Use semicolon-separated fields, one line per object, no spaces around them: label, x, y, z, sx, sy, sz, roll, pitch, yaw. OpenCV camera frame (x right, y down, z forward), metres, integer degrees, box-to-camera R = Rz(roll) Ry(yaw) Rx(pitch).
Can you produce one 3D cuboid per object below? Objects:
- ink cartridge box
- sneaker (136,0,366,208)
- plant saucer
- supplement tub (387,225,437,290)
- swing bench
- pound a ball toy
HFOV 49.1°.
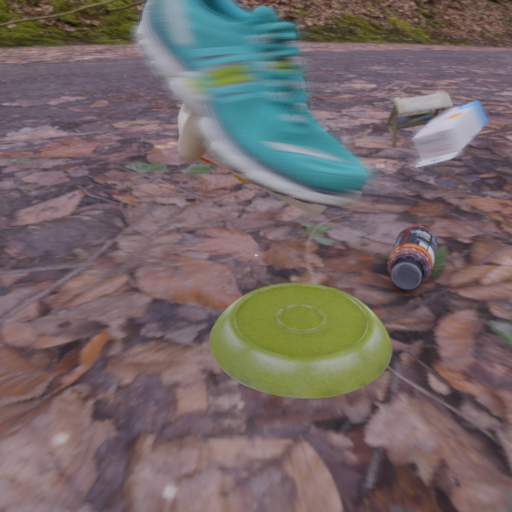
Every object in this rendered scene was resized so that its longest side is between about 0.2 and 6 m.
ink cartridge box;3.594;-2.302;10.602;1.478;0.501;0.851;-42;20;-31
sneaker;-0.026;-1.423;4.536;2.553;1.017;0.989;49;36;12
plant saucer;0.592;0.968;7.537;2.454;0.381;2.454;1;26;0
supplement tub;2.517;0.043;9.062;0.703;0.703;1.315;10;28;20
swing bench;3.283;-2.860;11.411;1.052;1.058;0.686;-7;59;0
pound a ball toy;-0.019;-1.063;6.064;2.164;0.919;1.411;23;35;-32
